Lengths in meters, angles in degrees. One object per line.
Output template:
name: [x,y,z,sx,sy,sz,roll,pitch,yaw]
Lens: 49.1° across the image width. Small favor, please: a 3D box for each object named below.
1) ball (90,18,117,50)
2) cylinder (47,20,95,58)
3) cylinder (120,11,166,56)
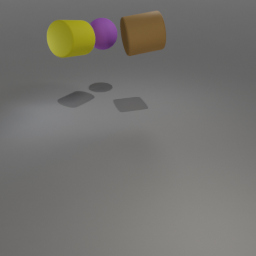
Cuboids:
ball: [-1.189,-4.340,12.936,1.400,1.400,1.400,0,29,0]
cylinder: [-2.283,-3.619,11.333,1.400,1.400,1.400,16,25,27]
cylinder: [0.541,-3.514,10.440,1.400,1.400,1.400,-13,31,-7]
